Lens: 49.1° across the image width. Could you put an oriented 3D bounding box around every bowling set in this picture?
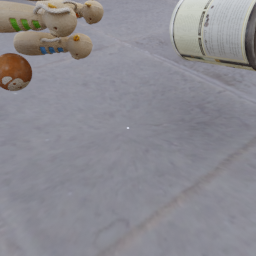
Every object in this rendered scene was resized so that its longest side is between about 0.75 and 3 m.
[{"bbox_3d":[-0.696,-0.961,2.673,0.988,1.281,1.841,4,2,6],"label":"bowling set"}]

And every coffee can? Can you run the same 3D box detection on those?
[{"bbox_3d":[2.142,-2.061,5.820,1.568,1.568,2.142,-22,30,-26],"label":"coffee can"}]
